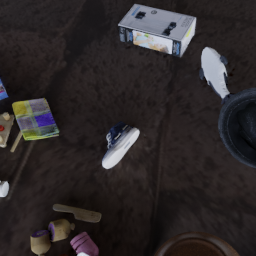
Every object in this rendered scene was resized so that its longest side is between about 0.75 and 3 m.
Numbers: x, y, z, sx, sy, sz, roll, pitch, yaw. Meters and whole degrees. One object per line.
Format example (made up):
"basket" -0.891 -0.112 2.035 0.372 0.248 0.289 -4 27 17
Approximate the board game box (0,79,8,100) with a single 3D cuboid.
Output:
"board game box" -4.856 -1.304 9.056 1.473 0.321 1.480 -27 61 -15

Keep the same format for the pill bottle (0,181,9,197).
"pill bottle" -3.534 1.542 7.159 0.809 0.471 0.471 3 57 1

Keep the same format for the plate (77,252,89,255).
"plate" -0.731 3.689 5.705 1.633 0.264 1.630 32 62 -1

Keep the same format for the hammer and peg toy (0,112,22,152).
"hammer and peg toy" -3.710 0.068 8.058 1.497 0.528 1.101 3 57 2

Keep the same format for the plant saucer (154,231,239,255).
"plant saucer" 1.401 3.093 5.797 2.123 0.388 2.123 -12 42 11

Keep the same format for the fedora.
"fedora" 3.585 -0.064 7.458 2.302 2.302 1.051 31 36 18

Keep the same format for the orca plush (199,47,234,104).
"orca plush" 3.077 -1.730 9.116 0.728 1.077 2.047 1 49 -37

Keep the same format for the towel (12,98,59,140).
"towel" -2.746 -0.302 8.317 1.060 0.168 1.476 -9 55 -31

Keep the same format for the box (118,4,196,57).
"box" 1.045 -3.540 10.066 2.424 0.729 1.414 22 60 19

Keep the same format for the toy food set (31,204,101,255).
"toy food set" -1.544 3.062 6.203 1.736 0.430 2.732 10 58 6

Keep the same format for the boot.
"boot" -0.379 0.451 7.876 0.685 0.552 1.517 27 54 25
